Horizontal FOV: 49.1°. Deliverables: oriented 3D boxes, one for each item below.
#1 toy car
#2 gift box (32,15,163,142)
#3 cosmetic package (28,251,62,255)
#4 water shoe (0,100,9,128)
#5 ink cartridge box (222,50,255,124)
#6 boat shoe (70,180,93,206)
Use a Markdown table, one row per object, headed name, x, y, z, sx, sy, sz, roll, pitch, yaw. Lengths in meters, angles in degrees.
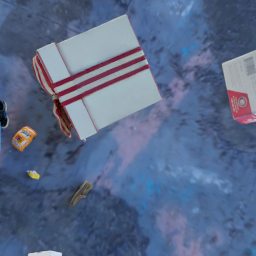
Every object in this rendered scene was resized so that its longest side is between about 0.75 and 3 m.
| name | x | y | z | sx | sy | sz | roll | pitch | yaw |
| --- | --- | --- | --- | --- | --- | --- | --- | --- | --- |
| toy car | -2.920 | 0.704 | 8.379 | 0.769 | 0.522 | 1.568 | -33 | 81 | -5 |
| gift box | -0.914 | -1.145 | 7.733 | 2.618 | 2.804 | 2.587 | -25 | 94 | -8 |
| cosmetic package | -1.520 | 2.735 | 4.986 | 0.509 | 0.401 | 0.946 | -12 | 57 | 17 |
| water shoe | -3.926 | -0.425 | 8.655 | 0.310 | 0.342 | 0.866 | -10 | 81 | -2 |
| ink cartridge box | 3.068 | -0.971 | 5.756 | 1.845 | 0.770 | 1.339 | -17 | 69 | 37 |
| boat shoe | -1.379 | 1.971 | 8.272 | 0.292 | 0.309 | 0.860 | 33 | 82 | 6 |
